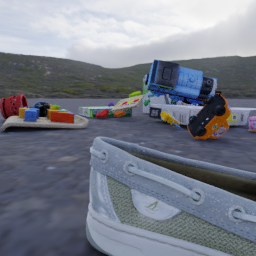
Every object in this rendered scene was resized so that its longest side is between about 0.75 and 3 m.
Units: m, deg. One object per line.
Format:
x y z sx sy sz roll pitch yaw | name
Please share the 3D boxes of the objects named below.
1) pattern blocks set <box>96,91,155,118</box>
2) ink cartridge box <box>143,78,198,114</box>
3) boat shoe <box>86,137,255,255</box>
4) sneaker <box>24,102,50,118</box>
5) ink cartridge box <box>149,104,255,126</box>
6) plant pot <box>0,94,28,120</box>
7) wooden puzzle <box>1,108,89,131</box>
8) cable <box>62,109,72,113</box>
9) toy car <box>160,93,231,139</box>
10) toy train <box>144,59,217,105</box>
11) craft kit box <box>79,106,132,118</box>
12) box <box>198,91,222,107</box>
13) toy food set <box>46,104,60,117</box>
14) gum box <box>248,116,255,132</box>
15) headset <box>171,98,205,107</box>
-0.008 -0.900 10.604 2.153 0.175 1.893 -5 30 40 | pattern blocks set
1.899 -1.475 12.722 2.347 1.715 0.990 5 10 38 | ink cartridge box
0.761 0.436 1.624 2.139 0.686 0.788 2 8 19 | boat shoe
-3.266 -0.576 10.368 0.734 0.628 1.771 6 13 5 | sneaker
2.418 -0.437 9.052 2.664 0.626 2.633 3 5 -20 | ink cartridge box
-4.173 -0.724 10.258 0.836 0.918 0.918 -10 8 -7 | plant pot
-2.467 -0.311 8.276 2.261 0.523 2.094 -3 8 -20 | wooden puzzle
-2.647 -0.471 10.176 0.708 0.367 1.458 2 7 12 | cable
1.666 -0.301 6.646 0.728 1.073 2.187 31 4 -20 | toy car
1.770 -1.463 9.317 2.495 1.081 1.425 13 -6 -1 | toy train
-1.012 -0.715 12.096 1.784 0.433 1.762 -3 10 -27 | craft kit box
3.453 -1.285 13.716 1.786 1.110 1.327 7 10 40 | box
-3.731 -0.752 11.916 2.427 0.487 1.675 1 7 8 | toy food set
3.643 -0.115 7.189 1.158 0.383 0.657 -7 7 -42 | gum box
2.406 -0.937 11.075 0.907 1.192 1.930 19 5 38 | headset
